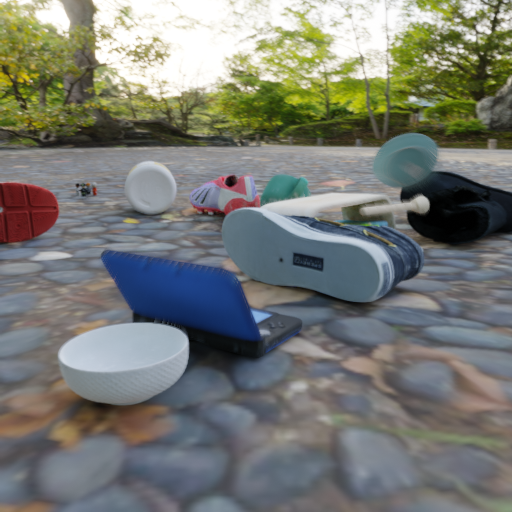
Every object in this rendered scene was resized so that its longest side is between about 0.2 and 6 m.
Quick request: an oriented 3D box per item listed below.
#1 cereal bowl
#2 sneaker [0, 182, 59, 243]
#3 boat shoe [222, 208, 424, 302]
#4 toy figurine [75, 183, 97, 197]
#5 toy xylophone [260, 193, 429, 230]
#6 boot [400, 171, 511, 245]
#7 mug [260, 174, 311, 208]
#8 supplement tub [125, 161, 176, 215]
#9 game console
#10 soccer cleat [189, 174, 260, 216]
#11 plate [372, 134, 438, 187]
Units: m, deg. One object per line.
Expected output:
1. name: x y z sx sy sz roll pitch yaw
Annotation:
1. cereal bowl: -1.112 0.959 4.802 1.069 0.445 1.069 -1 15 0
2. sneaker: -5.591 -0.861 10.769 1.806 1.225 3.126 15 19 43
3. boat shoe: 0.885 -0.067 8.101 2.908 1.029 1.320 19 21 39
4. toy figurine: -5.271 -2.075 17.340 0.596 0.414 0.586 -13 19 -42
5. toy xylophone: 1.524 -0.609 10.204 3.368 0.846 2.466 -12 14 -39
6. boot: 3.801 -1.078 11.605 2.547 1.158 3.031 -8 22 -44
7. mug: 0.575 -1.181 11.871 1.000 1.217 0.753 17 61 17
8. supplement tub: -2.715 -1.776 14.383 1.250 1.250 1.728 -3 13 -11
9. game console: -0.530 0.383 5.957 1.704 1.008 1.454 9 15 31
10. soccer cleat: -0.789 -1.509 13.553 0.967 1.108 2.898 -7 16 -28
11. plate: 3.066 -1.897 11.458 1.336 1.336 0.171 -1 44 -4
